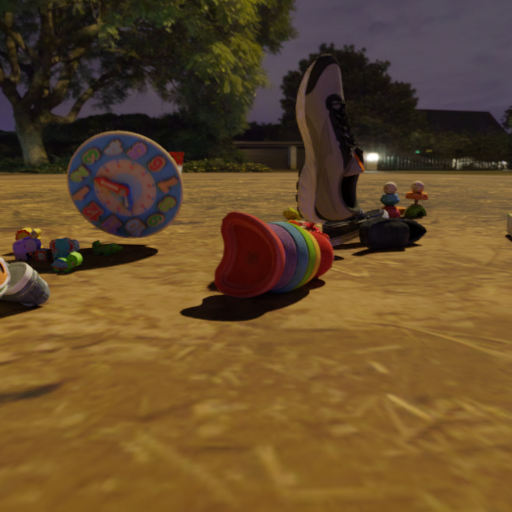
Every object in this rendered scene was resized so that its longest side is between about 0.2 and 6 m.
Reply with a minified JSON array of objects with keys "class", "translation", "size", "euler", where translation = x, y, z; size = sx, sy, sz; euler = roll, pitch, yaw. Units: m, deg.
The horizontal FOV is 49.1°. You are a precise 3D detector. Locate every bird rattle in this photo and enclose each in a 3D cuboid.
[{"class":"bird rattle","translation":[1.057,-0.703,14.296],"size":[1.002,0.692,1.229],"euler":[-20,33,-31]}]

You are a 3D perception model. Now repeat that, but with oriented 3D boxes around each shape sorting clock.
[{"class":"shape sorting clock","translation":[-2.833,-1.457,12.121],"size":[2.517,2.517,0.494],"euler":[1,34,4]}]

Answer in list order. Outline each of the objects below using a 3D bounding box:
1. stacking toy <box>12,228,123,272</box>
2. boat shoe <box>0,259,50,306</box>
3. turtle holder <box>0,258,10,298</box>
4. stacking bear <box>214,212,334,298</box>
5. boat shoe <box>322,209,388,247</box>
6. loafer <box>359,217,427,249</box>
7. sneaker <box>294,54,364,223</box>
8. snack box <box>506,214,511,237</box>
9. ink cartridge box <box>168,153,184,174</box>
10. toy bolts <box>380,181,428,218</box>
[{"class":"stacking toy","translation":[-4.104,-0.162,10.978],"size":[2.371,0.557,1.788],"euler":[3,11,12]},{"class":"boat shoe","translation":[-3.672,0.440,8.289],"size":[1.860,0.677,0.575],"euler":[1,-35,44]},{"class":"turtle holder","translation":[-3.742,0.444,7.090],"size":[1.012,1.332,0.946],"euler":[39,28,19]},{"class":"stacking bear","translation":[0.487,0.002,8.872],"size":[1.177,1.257,2.070],"euler":[14,10,36]},{"class":"boat shoe","translation":[2.281,-0.824,12.941],"size":[1.866,0.632,0.669],"euler":[-22,23,-22]},{"class":"loafer","translation":[3.046,-0.540,12.460],"size":[2.086,0.708,0.732],"euler":[-6,3,-45]},{"class":"sneaker","translation":[1.664,-2.415,11.802],"size":[1.392,3.511,1.298],"euler":[8,18,39]},{"class":"snack box","translation":[7.310,-0.656,13.488],"size":[2.110,0.559,1.501],"euler":[3,11,13]},{"class":"ink cartridge box","translation":[-2.258,-2.115,13.751],"size":[0.850,1.049,0.263],"euler":[2,-15,13]},{"class":"toy bolts","translation":[4.642,-1.895,18.428],"size":[1.637,1.136,1.564],"euler":[-7,13,-32]}]
